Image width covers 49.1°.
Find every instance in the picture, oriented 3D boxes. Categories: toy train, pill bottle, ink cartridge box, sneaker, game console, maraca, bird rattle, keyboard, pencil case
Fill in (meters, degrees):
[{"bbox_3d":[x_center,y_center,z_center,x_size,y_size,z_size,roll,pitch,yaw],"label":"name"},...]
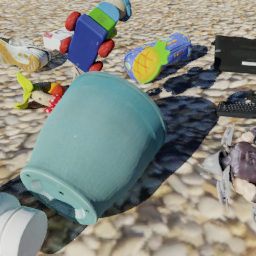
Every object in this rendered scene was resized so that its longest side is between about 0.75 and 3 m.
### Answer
[{"bbox_3d":[-0.756,-1.853,6.237,0.987,2.331,1.349,38,64,-6],"label":"toy train"},{"bbox_3d":[-2.508,1.637,4.833,2.007,1.147,1.147,11,40,13],"label":"pill bottle"},{"bbox_3d":[-2.792,-3.863,12.168,1.027,0.590,1.414,22,44,25],"label":"ink cartridge box"},{"bbox_3d":[-4.168,-2.916,10.796,2.612,0.988,1.145,25,41,14],"label":"sneaker"},{"bbox_3d":[4.676,-2.823,11.152,2.606,1.517,2.292,6,69,8],"label":"game console"},{"bbox_3d":[0.370,-1.051,4.488,0.427,0.799,0.548,3,62,-41],"label":"maraca"},{"bbox_3d":[-2.232,-0.981,8.255,2.143,1.207,1.747,15,25,13],"label":"bird rattle"},{"bbox_3d":[3.697,-0.664,7.976,2.237,0.443,1.165,7,33,24],"label":"keyboard"},{"bbox_3d":[1.181,-2.628,10.163,2.900,1.132,1.259,-33,29,-34],"label":"pencil case"}]

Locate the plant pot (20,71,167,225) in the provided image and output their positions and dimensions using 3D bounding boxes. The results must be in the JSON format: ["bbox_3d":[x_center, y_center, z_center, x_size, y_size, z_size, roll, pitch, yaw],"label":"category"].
[{"bbox_3d":[-0.745,0.521,5.497,2.376,2.376,2.232,17,52,20],"label":"plant pot"}]

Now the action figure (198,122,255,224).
[{"bbox_3d":[1.722,0.488,3.025,1.912,0.663,1.244,1,60,23],"label":"action figure"}]
